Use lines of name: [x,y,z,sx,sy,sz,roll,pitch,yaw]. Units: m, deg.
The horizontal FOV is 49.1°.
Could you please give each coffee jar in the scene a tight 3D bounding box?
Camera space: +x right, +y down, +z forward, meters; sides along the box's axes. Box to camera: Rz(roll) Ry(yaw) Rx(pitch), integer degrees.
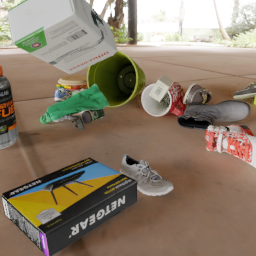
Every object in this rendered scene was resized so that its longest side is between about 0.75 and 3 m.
coffee jar: [-1.470,-0.549,11.713,0.445,0.544,1.043,-10,12,35]

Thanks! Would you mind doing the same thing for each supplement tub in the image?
supplement tub: [-4.603,-0.693,9.210,1.595,2.604,1.595,0,22,0]

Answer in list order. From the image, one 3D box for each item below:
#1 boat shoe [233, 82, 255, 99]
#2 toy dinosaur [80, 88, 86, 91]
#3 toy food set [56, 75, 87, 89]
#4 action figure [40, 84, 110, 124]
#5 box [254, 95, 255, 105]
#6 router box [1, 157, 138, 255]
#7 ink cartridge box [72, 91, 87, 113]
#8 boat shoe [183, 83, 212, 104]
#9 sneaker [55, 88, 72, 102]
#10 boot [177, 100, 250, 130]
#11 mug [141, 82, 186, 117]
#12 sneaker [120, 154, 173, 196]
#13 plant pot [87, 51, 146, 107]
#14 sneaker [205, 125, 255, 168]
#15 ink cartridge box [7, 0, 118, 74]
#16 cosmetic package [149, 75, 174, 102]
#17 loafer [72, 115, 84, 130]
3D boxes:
boat shoe: [6.714,-2.044,14.578,2.404,0.724,0.857,-10,-4,20]
toy dinosaur: [-2.277,-1.591,13.894,1.094,0.589,2.481,-36,2,3]
toy food set: [-3.230,-2.935,17.873,2.446,0.601,2.471,13,24,30]
action figure: [-2.341,-0.841,11.762,2.797,0.765,1.652,-22,44,-16]
box: [7.362,-1.121,13.184,1.436,0.561,2.355,-7,22,-17]
router box: [-1.213,1.537,6.180,1.777,0.608,2.383,19,28,40]
ink cartridge box: [-2.122,-1.181,12.780,0.710,0.977,0.428,4,19,10]
boat shoe: [3.333,-1.477,13.181,0.836,1.009,2.809,31,19,19]
sneaker: [-3.460,-1.876,15.101,0.603,0.613,1.592,2,20,9]
boot: [3.415,-0.400,11.118,2.660,0.928,1.751,-3,21,24]
mug: [1.820,-1.258,13.030,1.428,1.900,2.141,-30,-1,32]
sneaker: [0.391,1.163,7.063,1.662,0.682,0.621,17,27,38]
plant pot: [-0.309,-2.487,14.479,2.692,2.692,2.592,9,10,21]
sneaker: [3.165,0.581,8.307,1.476,0.919,2.754,-1,17,2]
ink cartridge box: [-1.659,-2.591,7.727,1.839,1.042,2.509,-20,-13,17]
cosmetic package: [0.874,-1.037,7.216,0.336,0.477,0.921,34,25,4]
loafer: [-1.982,-0.152,10.984,0.418,0.477,1.328,-23,18,-5]
